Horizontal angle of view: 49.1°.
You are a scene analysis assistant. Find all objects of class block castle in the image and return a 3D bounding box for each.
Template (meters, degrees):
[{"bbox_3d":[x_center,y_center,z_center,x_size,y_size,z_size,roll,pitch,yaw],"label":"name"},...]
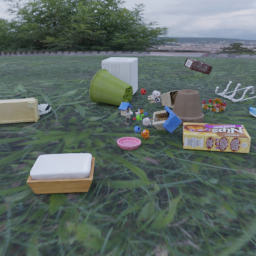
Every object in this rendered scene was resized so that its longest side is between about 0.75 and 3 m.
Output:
[{"bbox_3d":[4.486,-1.234,14.595,0.757,0.531,1.132,-13,23,-32],"label":"block castle"}]

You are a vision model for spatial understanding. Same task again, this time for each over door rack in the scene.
[{"bbox_3d":[6.971,-2.233,16.870,2.720,0.906,2.009,-4,21,-11],"label":"over door rack"}]

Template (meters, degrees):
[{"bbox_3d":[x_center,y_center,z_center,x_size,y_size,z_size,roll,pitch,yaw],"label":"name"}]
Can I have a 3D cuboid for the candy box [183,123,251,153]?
[{"bbox_3d":[3.113,0.323,10.111,2.209,0.624,1.288,2,20,10],"label":"candy box"}]

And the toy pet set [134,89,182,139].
[{"bbox_3d":[1.252,-0.434,10.889,1.004,1.891,1.766,-8,-30,35],"label":"toy pet set"}]

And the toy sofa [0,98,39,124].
[{"bbox_3d":[-5.233,-0.741,12.602,2.307,0.955,1.126,-5,15,-15],"label":"toy sofa"}]

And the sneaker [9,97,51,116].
[{"bbox_3d":[-4.780,-1.072,13.596,2.085,0.914,0.789,-9,20,-28],"label":"sneaker"}]

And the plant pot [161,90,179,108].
[{"bbox_3d":[2.269,-1.565,15.213,0.853,0.852,0.755,-19,14,-42],"label":"plant pot"}]

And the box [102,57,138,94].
[{"bbox_3d":[-0.440,-3.182,17.201,1.813,2.106,2.116,5,22,13],"label":"box"}]

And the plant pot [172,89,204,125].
[{"bbox_3d":[2.671,-0.976,12.633,1.585,1.382,1.585,0,21,0],"label":"plant pot"}]

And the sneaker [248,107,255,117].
[{"bbox_3d":[6.583,-0.848,13.161,1.697,0.763,0.665,9,22,23],"label":"sneaker"}]

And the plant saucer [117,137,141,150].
[{"bbox_3d":[0.037,0.568,10.027,0.853,0.216,0.853,1,19,0],"label":"plant saucer"}]

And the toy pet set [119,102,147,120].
[{"bbox_3d":[0.210,-0.903,13.549,1.078,0.613,1.155,13,23,31],"label":"toy pet set"}]

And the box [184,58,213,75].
[{"bbox_3d":[2.796,-2.449,11.107,1.005,0.376,0.503,10,25,-29],"label":"box"}]

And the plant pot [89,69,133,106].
[{"bbox_3d":[-0.780,-2.001,15.264,1.862,1.961,1.961,23,27,21],"label":"plant pot"}]

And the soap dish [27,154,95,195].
[{"bbox_3d":[-1.728,1.220,7.544,1.621,0.658,1.275,-1,20,-4],"label":"soap dish"}]
